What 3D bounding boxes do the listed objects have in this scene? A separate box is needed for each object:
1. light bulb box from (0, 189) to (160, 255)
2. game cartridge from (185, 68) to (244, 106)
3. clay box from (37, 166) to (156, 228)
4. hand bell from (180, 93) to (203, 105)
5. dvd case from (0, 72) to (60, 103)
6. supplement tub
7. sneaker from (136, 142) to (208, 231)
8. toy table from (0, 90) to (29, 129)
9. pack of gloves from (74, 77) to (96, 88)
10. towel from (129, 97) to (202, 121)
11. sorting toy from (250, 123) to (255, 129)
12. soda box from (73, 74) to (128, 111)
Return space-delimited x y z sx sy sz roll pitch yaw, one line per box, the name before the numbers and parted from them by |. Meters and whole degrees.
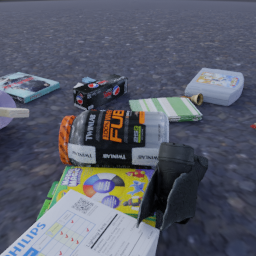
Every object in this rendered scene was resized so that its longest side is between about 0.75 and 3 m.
light bulb box | -0.621 1.947 3.929 1.608 1.003 1.594 19 32 21
game cartridge | 3.509 -1.691 10.961 1.852 0.578 2.781 10 31 25
clay box | -0.580 1.358 5.576 2.240 0.533 1.287 2 30 3
hand bell | 2.245 -1.072 10.101 0.430 0.430 0.826 -26 27 -37
dvd case | -4.281 -1.670 11.133 2.525 0.278 1.843 16 34 27
supplement tub | -0.282 0.313 6.480 2.364 1.448 1.448 1 30 3
sneaker | 0.901 1.057 5.048 0.780 1.355 2.598 4 -13 24
toy table | -3.862 -0.449 7.476 1.303 2.046 2.225 11 23 41
pack of gloves | -1.430 -1.728 11.044 1.109 0.219 0.932 19 41 12
towel | 1.194 -0.609 9.335 2.118 0.248 1.615 -5 30 -6
sorting toy | 4.075 -0.023 8.371 0.938 0.159 0.452 -18 34 -29
soda box | -0.953 -1.331 10.133 0.748 0.669 2.113 22 36 35
